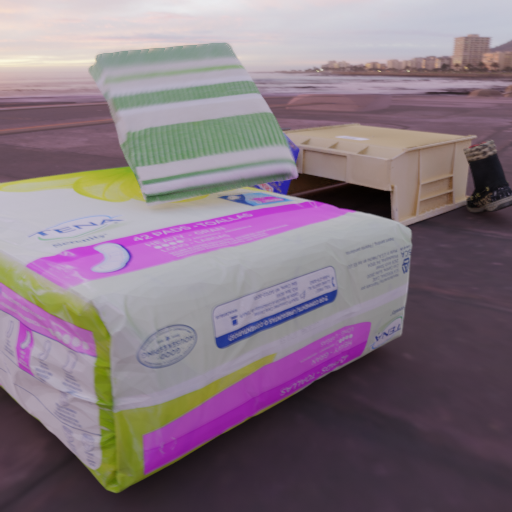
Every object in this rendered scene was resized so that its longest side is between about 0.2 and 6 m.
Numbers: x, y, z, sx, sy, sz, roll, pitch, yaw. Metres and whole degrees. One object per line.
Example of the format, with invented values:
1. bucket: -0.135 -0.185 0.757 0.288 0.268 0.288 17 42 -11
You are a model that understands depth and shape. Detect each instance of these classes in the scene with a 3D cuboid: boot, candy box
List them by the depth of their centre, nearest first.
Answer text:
1. candy box: 0.079 -1.632 9.842 0.541 1.188 1.405 -12 50 42
2. boot: 4.154 -1.441 10.273 0.588 1.230 1.629 -21 3 3

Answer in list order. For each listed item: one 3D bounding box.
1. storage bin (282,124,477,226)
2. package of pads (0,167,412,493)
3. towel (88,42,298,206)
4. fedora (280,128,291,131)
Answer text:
1. storage bin: 2.275 -1.723 11.134 2.956 1.395 2.978 -18 27 -41
2. package of pads: -1.244 0.157 5.737 3.412 1.506 4.417 -16 24 -41
3. towel: -0.690 -1.487 5.874 1.698 0.260 2.227 -13 55 -20
4. fedora: -0.217 -2.785 14.675 2.303 1.040 2.037 7 19 32
